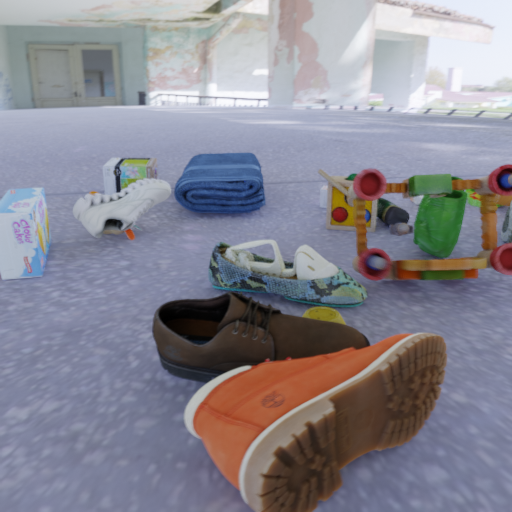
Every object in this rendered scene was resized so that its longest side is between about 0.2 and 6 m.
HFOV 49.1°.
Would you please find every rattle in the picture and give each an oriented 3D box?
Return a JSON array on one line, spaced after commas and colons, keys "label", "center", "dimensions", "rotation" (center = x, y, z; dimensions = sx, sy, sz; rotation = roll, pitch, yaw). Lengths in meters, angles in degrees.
[{"label": "rattle", "center": [-3.167, -0.939, 12.620], "dimensions": [0.851, 0.934, 1.307], "rotation": [-17, 26, -24]}]

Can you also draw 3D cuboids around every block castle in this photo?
[{"label": "block castle", "center": [3.028, -0.527, 9.492], "dimensions": [2.844, 1.900, 1.334], "rotation": [-2, 0, -3]}]

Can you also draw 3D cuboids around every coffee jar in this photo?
[{"label": "coffee jar", "center": [3.208, -1.028, 13.468], "dimensions": [0.588, 0.481, 1.128], "rotation": [20, 14, -17]}]

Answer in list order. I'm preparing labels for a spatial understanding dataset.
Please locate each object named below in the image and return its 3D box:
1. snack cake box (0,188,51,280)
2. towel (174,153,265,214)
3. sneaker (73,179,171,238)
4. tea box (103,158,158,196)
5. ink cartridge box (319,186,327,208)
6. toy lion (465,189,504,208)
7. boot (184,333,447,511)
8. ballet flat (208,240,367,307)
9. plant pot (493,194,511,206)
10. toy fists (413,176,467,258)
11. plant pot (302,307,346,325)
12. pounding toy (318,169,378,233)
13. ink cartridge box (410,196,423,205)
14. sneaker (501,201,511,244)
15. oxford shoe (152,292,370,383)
[{"label": "snack cake box", "center": [-4.514, -0.505, 10.900], "dimensions": [0.728, 1.246, 2.167], "rotation": [-5, 20, -14]}, {"label": "towel", "center": [-0.961, -2.052, 15.684], "dimensions": [2.342, 1.018, 4.194], "rotation": [0, 20, -1]}, {"label": "sneaker", "center": [-2.827, -1.034, 12.418], "dimensions": [2.271, 0.853, 0.920], "rotation": [-24, 64, -31]}, {"label": "tea box", "center": [-3.648, -2.309, 16.463], "dimensions": [1.407, 0.956, 1.431], "rotation": [-1, 19, -3]}, {"label": "ink cartridge box", "center": [2.099, -1.571, 15.033], "dimensions": [0.713, 0.516, 0.525], "rotation": [6, 20, 17]}, {"label": "toy lion", "center": [6.370, -1.659, 15.541], "dimensions": [1.335, 0.478, 1.393], "rotation": [-18, 25, -23]}, {"label": "boot", "center": [0.727, 1.390, 5.887], "dimensions": [2.996, 1.124, 1.606], "rotation": [-16, 19, -35]}, {"label": "ballet flat", "center": [0.474, 0.229, 9.316], "dimensions": [2.763, 1.026, 1.026], "rotation": [5, 20, 14]}, {"label": "plant pot", "center": [6.792, -1.783, 14.328], "dimensions": [1.291, 1.410, 1.410], "rotation": [0, 19, 10]}, {"label": "toy fists", "center": [3.766, -0.809, 11.575], "dimensions": [0.903, 1.338, 2.625], "rotation": [9, 20, 14]}, {"label": "plant pot", "center": [0.876, 1.047, 7.447], "dimensions": [0.880, 0.625, 0.880], "rotation": [0, 19, 0]}, {"label": "pounding toy", "center": [2.122, -1.334, 12.932], "dimensions": [1.348, 1.464, 1.041], "rotation": [4, 20, 12]}, {"label": "ink cartridge box", "center": [4.892, -1.463, 15.201], "dimensions": [0.995, 0.308, 1.227], "rotation": [-2, 27, -9]}, {"label": "sneaker", "center": [5.851, -0.503, 11.752], "dimensions": [1.145, 0.898, 2.304], "rotation": [12, 31, 12]}, {"label": "oxford shoe", "center": [0.020, 0.983, 6.597], "dimensions": [2.662, 1.124, 0.967], "rotation": [1, 46, 8]}]
